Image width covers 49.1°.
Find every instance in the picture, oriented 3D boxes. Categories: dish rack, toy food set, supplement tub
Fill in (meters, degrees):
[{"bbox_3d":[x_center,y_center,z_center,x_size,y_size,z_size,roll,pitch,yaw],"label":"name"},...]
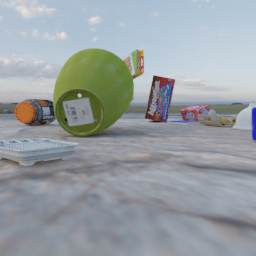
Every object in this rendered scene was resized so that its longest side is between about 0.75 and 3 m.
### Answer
[{"bbox_3d":[-1.439,0.340,4.200,1.198,0.261,1.028,3,4,41],"label":"dish rack"},{"bbox_3d":[4.607,-0.464,12.587,2.439,0.737,1.750,-1,4,-14],"label":"toy food set"},{"bbox_3d":[-4.303,-0.751,13.219,1.237,1.237,2.020,1,4,16],"label":"supplement tub"}]

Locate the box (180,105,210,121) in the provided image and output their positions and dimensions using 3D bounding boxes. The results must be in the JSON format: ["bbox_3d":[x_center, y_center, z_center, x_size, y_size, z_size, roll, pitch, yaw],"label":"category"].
[{"bbox_3d":[3.837,-0.802,15.963,0.798,0.764,1.601,-25,15,-25],"label":"box"}]

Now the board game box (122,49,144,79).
[{"bbox_3d":[-0.142,-2.468,12.047,0.351,1.118,2.339,12,-20,-38],"label":"board game box"}]

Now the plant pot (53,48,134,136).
[{"bbox_3d":[-1.168,-0.874,8.421,2.636,2.636,2.818,0,22,3],"label":"plant pot"}]

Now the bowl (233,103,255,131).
[{"bbox_3d":[5.008,-0.418,10.292,2.174,0.977,2.174,0,3,0],"label":"bowl"}]

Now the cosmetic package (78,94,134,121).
[{"bbox_3d":[-0.975,-1.302,11.105,1.485,1.484,1.800,19,-51,-34],"label":"cosmetic package"}]

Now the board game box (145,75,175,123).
[{"bbox_3d":[1.558,-1.412,13.669,1.112,2.161,0.210,11,0,3],"label":"board game box"}]

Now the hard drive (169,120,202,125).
[{"bbox_3d":[2.796,-0.258,13.722,0.924,0.178,1.401,-2,4,-28],"label":"hard drive"}]

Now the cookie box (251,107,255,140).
[{"bbox_3d":[4.091,-0.124,6.822,1.865,0.819,2.181,2,4,29],"label":"cookie box"}]

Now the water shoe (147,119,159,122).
[{"bbox_3d":[1.516,-0.881,16.793,0.914,1.009,2.558,0,4,-6],"label":"water shoe"}]

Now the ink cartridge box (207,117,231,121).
[{"bbox_3d":[5.305,-0.472,16.098,1.684,0.312,0.797,3,7,8],"label":"ink cartridge box"}]
